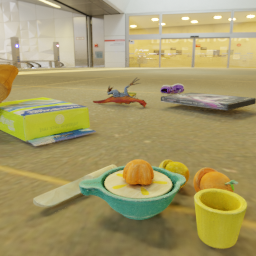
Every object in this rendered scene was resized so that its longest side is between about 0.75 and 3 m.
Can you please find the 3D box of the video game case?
[{"bbox_3d":[2.737,-0.972,9.751,1.873,0.249,2.621,-12,19,-41],"label":"video game case"}]

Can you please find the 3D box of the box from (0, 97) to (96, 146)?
[{"bbox_3d":[-2.230,-0.269,7.016,1.647,0.644,2.701,-14,19,-41],"label":"box"}]

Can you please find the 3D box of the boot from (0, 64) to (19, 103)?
[{"bbox_3d":[-4.187,-0.847,7.143,2.635,0.927,1.886,-11,36,4],"label":"boot"}]

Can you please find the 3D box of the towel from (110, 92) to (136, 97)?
[{"bbox_3d":[-0.199,-1.479,12.691,0.682,0.143,1.584,5,15,21],"label":"towel"}]

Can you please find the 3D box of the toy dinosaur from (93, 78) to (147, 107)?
[{"bbox_3d":[-0.122,-1.008,10.473,1.792,0.941,1.627,-42,41,-6],"label":"toy dinosaur"}]

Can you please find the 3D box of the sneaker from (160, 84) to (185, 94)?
[{"bbox_3d":[2.178,-1.855,13.800,1.237,0.499,0.516,-2,27,29],"label":"sneaker"}]

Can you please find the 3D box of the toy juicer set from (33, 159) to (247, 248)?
[{"bbox_3d":[0.207,0.619,3.539,2.349,0.639,1.494,5,15,20],"label":"toy juicer set"}]
